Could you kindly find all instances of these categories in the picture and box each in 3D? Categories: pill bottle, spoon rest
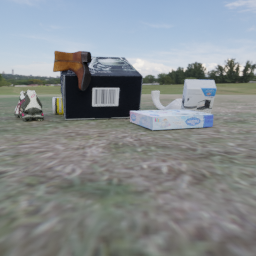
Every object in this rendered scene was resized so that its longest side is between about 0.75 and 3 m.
[{"bbox_3d":[-2.687,-1.013,12.707,1.405,0.803,0.803,-2,9,-12],"label":"pill bottle"},{"bbox_3d":[2.334,-1.200,14.643,1.464,0.893,2.946,-7,24,-35],"label":"spoon rest"}]

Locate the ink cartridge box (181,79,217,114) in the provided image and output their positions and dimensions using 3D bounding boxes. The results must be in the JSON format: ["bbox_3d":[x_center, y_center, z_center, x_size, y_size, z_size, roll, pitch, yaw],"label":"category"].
[{"bbox_3d":[2.580,-1.026,10.405,1.057,1.457,0.610,1,43,1],"label":"ink cartridge box"}]

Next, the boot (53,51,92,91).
[{"bbox_3d":[-2.020,-1.999,9.687,1.455,1.370,0.498,5,8,21],"label":"boot"}]

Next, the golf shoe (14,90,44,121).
[{"bbox_3d":[-3.894,-0.920,11.105,0.995,1.135,2.577,-6,9,-31],"label":"golf shoe"}]

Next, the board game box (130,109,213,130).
[{"bbox_3d":[1.328,-0.314,9.160,2.022,0.441,2.032,-2,9,-18],"label":"board game box"}]

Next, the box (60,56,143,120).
[{"bbox_3d":[-1.243,-1.759,11.588,2.964,1.837,2.914,-2,26,-15],"label":"box"}]
